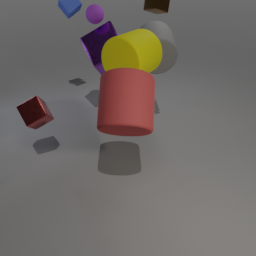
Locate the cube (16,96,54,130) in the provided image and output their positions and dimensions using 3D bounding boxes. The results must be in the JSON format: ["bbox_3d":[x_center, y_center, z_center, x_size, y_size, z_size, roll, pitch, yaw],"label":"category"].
[{"bbox_3d":[-2.798,-0.450,8.509,0.700,0.700,0.700,-30,-8,-2],"label":"cube"}]

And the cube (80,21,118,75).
[{"bbox_3d":[-0.864,-3.174,11.473,1.400,1.400,1.400,-28,-13,7],"label":"cube"}]

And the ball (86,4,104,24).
[{"bbox_3d":[-1.255,-4.309,10.614,0.700,0.700,0.700,0,29,0],"label":"ball"}]

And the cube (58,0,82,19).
[{"bbox_3d":[-2.461,-5.207,11.837,0.700,0.700,0.700,-42,13,-10],"label":"cube"}]

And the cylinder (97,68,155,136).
[{"bbox_3d":[-0.040,-0.594,7.051,1.400,1.400,1.400,3,-12,1],"label":"cylinder"}]

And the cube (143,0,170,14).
[{"bbox_3d":[1.106,-4.795,10.658,0.700,0.700,0.700,0,14,-34],"label":"cube"}]

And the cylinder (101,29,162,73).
[{"bbox_3d":[0.137,-2.216,8.611,1.400,1.400,1.400,17,34,28],"label":"cylinder"}]

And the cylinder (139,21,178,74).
[{"bbox_3d":[1.000,-2.918,10.148,1.400,1.400,1.400,-1,46,-2],"label":"cylinder"}]
